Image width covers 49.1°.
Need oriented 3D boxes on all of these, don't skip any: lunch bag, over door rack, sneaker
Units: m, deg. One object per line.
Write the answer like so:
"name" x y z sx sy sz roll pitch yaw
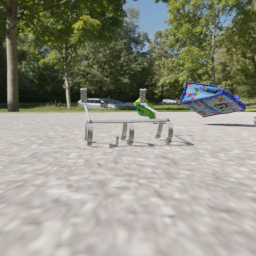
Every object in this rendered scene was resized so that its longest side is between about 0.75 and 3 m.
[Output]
"lunch bag" 3.224 -1.058 10.302 1.513 0.945 2.009 26 -12 -33
"over door rack" -0.131 -0.196 5.582 1.529 0.690 2.070 -1 25 -12
"sneaker" 0.726 -0.743 11.805 0.651 0.577 1.558 -24 -42 17

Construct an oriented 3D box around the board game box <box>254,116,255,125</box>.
"board game box" 4.639 -0.230 8.584 1.197 0.316 1.565 1 0 16
